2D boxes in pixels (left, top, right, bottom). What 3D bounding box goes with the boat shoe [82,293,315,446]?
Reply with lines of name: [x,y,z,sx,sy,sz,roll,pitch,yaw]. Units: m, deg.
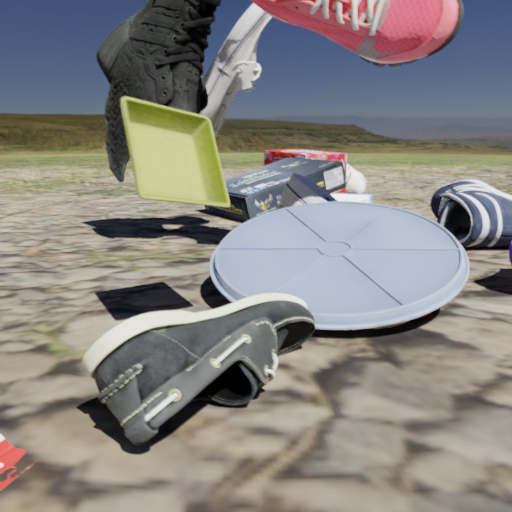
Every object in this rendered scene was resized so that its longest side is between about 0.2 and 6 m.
boat shoe: [-0.212,0.799,4.241,2.205,0.792,0.745,-6,49,-52]

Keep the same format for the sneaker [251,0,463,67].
sneaker: [0.914,-3.096,6.839,3.071,1.132,1.332,28,26,27]

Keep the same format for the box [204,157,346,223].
box: [0.381,-1.602,13.094,2.737,0.698,2.158,-22,22,-26]

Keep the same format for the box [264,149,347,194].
box: [1.308,-2.259,15.752,1.316,1.374,2.757,-5,14,-22]

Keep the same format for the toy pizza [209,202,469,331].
toy pizza: [0.935,0.105,6.609,2.957,0.468,2.957,-4,27,2]

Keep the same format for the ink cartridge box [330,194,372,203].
ink cartridge box: [1.510,-0.636,9.858,0.791,0.812,1.263,5,13,23]

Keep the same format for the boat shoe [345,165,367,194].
boat shoe: [2.875,-2.212,17.044,0.947,0.961,2.712,28,10,0]

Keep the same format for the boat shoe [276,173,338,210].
boat shoe: [1.059,-0.326,8.462,0.877,0.864,2.474,13,26,-42]

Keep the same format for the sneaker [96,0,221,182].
sneaker: [-1.216,-2.976,8.604,3.922,2.046,1.178,-35,-17,33]

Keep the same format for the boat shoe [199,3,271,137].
boat shoe: [-0.338,-3.105,9.473,0.820,2.496,0.898,32,27,-11]

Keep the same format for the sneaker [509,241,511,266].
sneaker: [4.331,-0.214,7.380,3.071,1.238,1.281,1,-16,-39]

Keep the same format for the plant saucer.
plant saucer: [-0.768,-0.872,5.071,0.976,0.975,0.234,2,-23,-43]

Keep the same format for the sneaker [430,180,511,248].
sneaker: [3.628,-0.814,10.221,1.577,1.019,2.907,-2,16,-15]

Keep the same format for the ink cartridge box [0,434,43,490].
ink cartridge box: [-1.752,1.189,3.293,0.748,0.187,0.602,3,13,19]
